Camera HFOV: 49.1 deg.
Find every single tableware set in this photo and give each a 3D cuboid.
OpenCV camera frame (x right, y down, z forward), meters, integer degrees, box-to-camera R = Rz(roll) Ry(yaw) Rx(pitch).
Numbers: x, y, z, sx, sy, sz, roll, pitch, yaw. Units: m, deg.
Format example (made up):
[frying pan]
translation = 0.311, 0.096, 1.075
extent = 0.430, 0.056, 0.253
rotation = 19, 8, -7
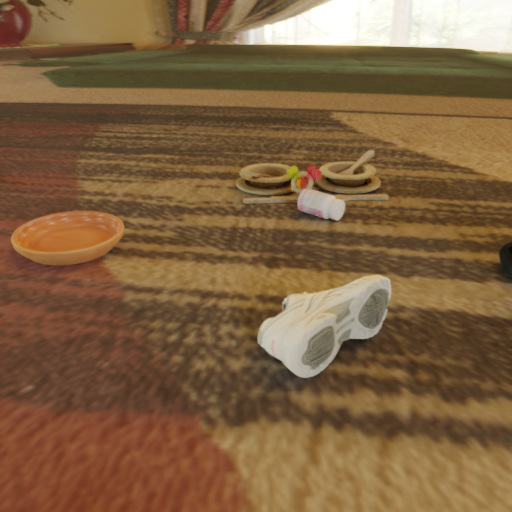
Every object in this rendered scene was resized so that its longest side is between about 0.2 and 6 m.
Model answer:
[tableware set]
translation = 1.198, -1.894, 12.773
extent = 3.316, 0.665, 2.192
rotation = -2, 26, -4

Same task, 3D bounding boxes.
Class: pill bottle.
[pill bottle]
translation = 1.295, -1.015, 11.132
extent = 0.846, 0.480, 0.480
rotation = 21, 33, 31

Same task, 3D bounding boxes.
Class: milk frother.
[milk frother]
translation = 4.509, -0.316, 8.630
extent = 1.295, 1.435, 1.350
rotation = 2, 25, 8

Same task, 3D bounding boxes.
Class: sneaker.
[sneaker]
translation = 0.889, 0.691, 7.274
extent = 2.169, 0.845, 1.078
rotation = -21, 30, -39

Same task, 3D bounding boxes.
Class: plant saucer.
[plant saucer]
translation = -3.275, -0.304, 9.850
extent = 1.880, 0.352, 1.880
rotation = -1, 26, 0

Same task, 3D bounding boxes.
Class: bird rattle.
[bird rattle]
translation = 1.026, -1.634, 12.070
extent = 0.748, 0.610, 0.421
rotation = 6, -3, 14
